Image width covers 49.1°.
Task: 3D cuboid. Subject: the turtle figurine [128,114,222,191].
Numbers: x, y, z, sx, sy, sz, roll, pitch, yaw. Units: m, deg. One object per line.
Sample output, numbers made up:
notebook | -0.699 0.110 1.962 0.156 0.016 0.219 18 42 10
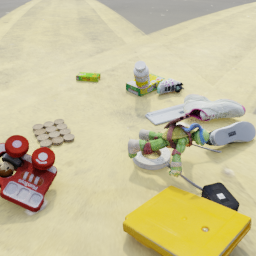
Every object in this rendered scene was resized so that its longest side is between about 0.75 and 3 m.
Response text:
turtle figurine | 1.304 0.767 8.183 2.270 2.341 1.685 1 58 32

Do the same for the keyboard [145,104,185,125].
keyboard | 2.145 -0.671 11.353 2.928 0.156 0.824 -16 41 -22

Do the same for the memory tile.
memory tile | -2.684 0.171 10.001 1.217 0.133 1.588 -16 36 -23

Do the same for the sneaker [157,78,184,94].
sneaker | 2.047 -1.843 12.748 1.031 0.573 1.473 20 38 29

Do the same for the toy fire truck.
toy fire truck | -2.851 1.186 7.366 1.846 1.035 1.550 25 49 -2

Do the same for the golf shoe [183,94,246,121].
golf shoe | 3.254 -0.601 10.742 2.333 0.879 1.068 10 52 16

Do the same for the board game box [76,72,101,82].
board game box | -2.010 -2.595 14.210 1.130 0.269 0.574 5 33 8

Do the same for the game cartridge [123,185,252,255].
game cartridge | 1.247 2.145 6.229 1.950 0.359 2.212 -22 24 -39

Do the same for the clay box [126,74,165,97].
clay box | 0.858 -2.077 13.252 1.757 0.418 1.009 -27 41 -35

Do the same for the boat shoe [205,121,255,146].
boat shoe | 3.442 0.202 9.454 2.074 0.712 0.587 -8 -3 -28

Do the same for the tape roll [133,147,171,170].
tape roll | 0.740 0.862 8.827 1.215 0.222 1.215 1 32 0

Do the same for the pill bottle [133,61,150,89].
pill bottle | 0.581 -2.276 11.962 0.657 1.260 0.657 -4 62 7

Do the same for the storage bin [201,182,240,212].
storage bin | 2.320 1.850 7.110 0.592 0.410 0.875 -9 33 -15
